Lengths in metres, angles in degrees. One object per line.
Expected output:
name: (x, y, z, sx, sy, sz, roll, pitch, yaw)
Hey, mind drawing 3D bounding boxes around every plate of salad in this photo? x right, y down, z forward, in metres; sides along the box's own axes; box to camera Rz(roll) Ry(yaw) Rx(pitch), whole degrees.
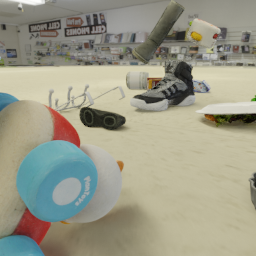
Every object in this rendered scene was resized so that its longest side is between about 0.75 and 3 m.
plate of salad: (2.980, -0.386, 7.502, 2.287, 0.549, 2.287, -4, 6, 0)

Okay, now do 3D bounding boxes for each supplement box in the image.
supplement box: (1.430, -1.646, 11.673, 1.233, 0.830, 1.250, 0, 15, 0)

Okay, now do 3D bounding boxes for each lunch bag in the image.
lunch bag: (3.512, -2.044, 13.676, 1.002, 0.621, 0.852, 19, 20, 16)

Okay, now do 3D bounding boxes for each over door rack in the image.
over door rack: (-1.464, -0.971, 8.481, 2.262, 0.753, 1.671, -7, 9, 36)

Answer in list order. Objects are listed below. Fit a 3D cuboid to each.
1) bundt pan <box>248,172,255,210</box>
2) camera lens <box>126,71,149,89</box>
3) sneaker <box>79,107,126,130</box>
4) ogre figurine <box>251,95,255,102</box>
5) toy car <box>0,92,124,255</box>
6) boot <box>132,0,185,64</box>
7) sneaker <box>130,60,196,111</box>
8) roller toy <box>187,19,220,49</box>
bundt pan: (1.915, 0.839, 3.122, 1.090, 0.409, 1.090, 0, 14, 0)
camera lens: (0.499, -2.507, 14.733, 1.149, 0.919, 0.919, 2, 15, 8)
sneaker: (-0.664, -0.237, 7.241, 1.352, 0.513, 0.614, 16, 11, 28)
ogre figurine: (4.946, -1.003, 8.747, 1.224, 1.001, 2.041, 3, -30, -10)
toy car: (-0.672, 0.654, 2.786, 1.691, 1.495, 1.558, 26, 2, -45)
boot: (1.097, -3.294, 9.577, 0.755, 2.081, 1.892, 39, 31, -9)
sneaker: (1.234, -1.507, 9.610, 2.827, 1.609, 1.067, -11, 18, -36)
roller toy: (2.541, -3.160, 9.500, 0.992, 0.760, 1.087, 16, 30, -13)
